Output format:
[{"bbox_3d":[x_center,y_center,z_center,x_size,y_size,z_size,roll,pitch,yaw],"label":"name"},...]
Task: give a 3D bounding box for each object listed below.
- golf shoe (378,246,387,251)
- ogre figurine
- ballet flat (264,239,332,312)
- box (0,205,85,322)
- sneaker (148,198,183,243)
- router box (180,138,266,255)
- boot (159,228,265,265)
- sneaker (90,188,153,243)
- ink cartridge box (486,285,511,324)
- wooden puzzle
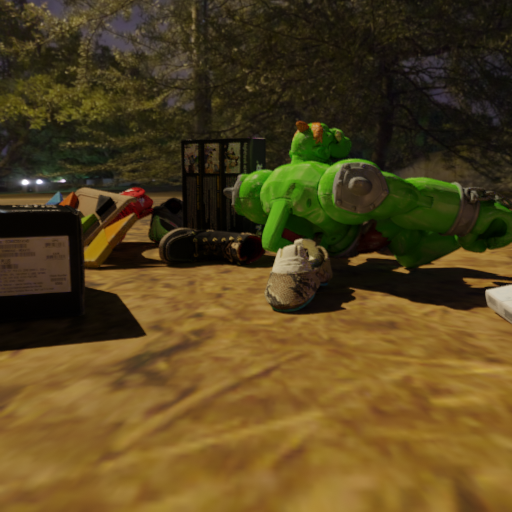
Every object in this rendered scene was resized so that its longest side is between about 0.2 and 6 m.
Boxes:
[{"bbox_3d":[2.386,-0.505,12.162,0.917,0.738,1.886,7,0,16],"label":"golf shoe"},{"bbox_3d":[1.459,-0.734,9.140,2.774,2.270,4.626,16,13,-35],"label":"ogre figurine"},{"bbox_3d":[0.546,0.162,7.119,0.657,0.729,1.936,-1,7,20],"label":"ballet flat"},{"bbox_3d":[-3.474,0.019,6.487,2.718,1.170,2.226,-3,7,-21],"label":"box"},{"bbox_3d":[-1.876,-0.942,14.102,0.977,1.066,2.545,2,8,14],"label":"sneaker"},{"bbox_3d":[-0.668,-1.181,11.235,1.717,2.302,0.588,6,11,30],"label":"router box"},{"bbox_3d":[-0.759,-0.144,10.034,1.279,0.621,1.698,7,7,37],"label":"boot"},{"bbox_3d":[-3.041,-1.058,12.543,1.768,1.199,3.061,-32,22,-22],"label":"sneaker"},{"bbox_3d":[3.043,0.458,5.909,0.949,0.224,0.760,-14,11,3],"label":"ink cartridge box"},{"bbox_3d":[-3.490,-0.675,10.711,3.213,0.376,2.168,7,46,38],"label":"wooden puzzle"}]
